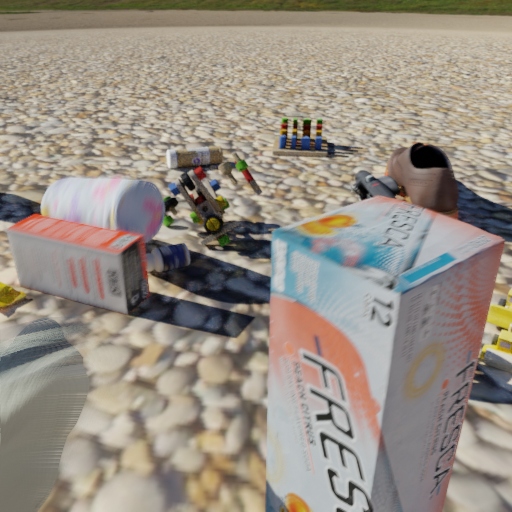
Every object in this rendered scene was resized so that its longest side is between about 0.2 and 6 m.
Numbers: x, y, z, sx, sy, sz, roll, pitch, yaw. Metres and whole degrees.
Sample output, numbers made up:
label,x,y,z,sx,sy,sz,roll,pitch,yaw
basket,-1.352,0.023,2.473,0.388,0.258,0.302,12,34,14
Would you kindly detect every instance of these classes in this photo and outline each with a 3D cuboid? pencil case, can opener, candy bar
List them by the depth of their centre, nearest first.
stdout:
label,x,y,z,sx,sy,sz,roll,pitch,yaw
candy bar,-4.050,0.360,7.853,1.964,0.218,0.490,15,27,28
pencil case,-2.368,-0.699,8.496,2.155,0.896,0.977,6,56,40
can opener,2.208,-1.068,9.957,0.826,0.666,2.101,-29,22,11

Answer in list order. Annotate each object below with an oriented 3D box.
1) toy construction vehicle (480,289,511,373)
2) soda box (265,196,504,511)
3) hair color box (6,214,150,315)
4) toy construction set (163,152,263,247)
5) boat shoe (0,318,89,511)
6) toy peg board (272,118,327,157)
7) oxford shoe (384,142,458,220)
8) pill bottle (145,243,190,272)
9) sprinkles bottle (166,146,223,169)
label,x,y,z,sx,sy,sz,roll,pitch,yaw
toy construction vehicle,3.311,0.874,6.526,1.253,0.507,1.439,19,33,32
soda box,0.680,1.098,3.554,0.956,2.796,0.889,-20,33,-35
hair color box,-2.402,0.087,7.593,1.862,0.945,0.570,12,30,21
toy construction set,-0.592,-0.821,9.374,1.669,1.283,1.392,-31,-8,-20
boat shoe,-1.794,1.306,4.021,0.721,1.926,0.596,9,28,-36
toy peg board,1.102,-2.978,13.902,1.346,0.658,1.341,2,27,6
oxford shoe,3.218,-1.667,10.734,1.173,1.196,3.297,0,27,0
pill bottle,-1.340,0.041,8.324,0.647,0.359,0.359,-13,30,-23
sprinkles bottle,-1.392,-2.253,12.738,1.241,0.424,0.424,-9,28,-16
